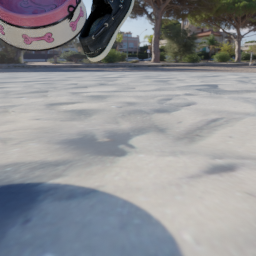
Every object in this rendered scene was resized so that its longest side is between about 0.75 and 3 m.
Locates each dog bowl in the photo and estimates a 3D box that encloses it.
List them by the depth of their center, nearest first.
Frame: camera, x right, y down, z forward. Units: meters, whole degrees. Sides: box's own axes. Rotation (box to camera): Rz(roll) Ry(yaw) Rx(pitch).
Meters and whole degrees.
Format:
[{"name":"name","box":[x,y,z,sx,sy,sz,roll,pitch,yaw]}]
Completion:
[{"name":"dog bowl","box":[-2.457,-3.384,7.517,2.636,2.636,0.972,-1,-27,-5]}]

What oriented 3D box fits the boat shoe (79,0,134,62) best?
[{"name":"boat shoe","box":[-0.304,-1.491,3.601,0.471,1.261,0.418,15,-16,36]}]
